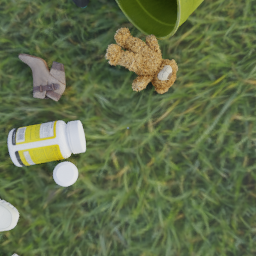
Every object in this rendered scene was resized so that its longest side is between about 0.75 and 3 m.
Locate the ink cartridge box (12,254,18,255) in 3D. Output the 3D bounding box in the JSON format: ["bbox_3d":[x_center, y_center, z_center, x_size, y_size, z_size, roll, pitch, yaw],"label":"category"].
[{"bbox_3d":[-3.329,4.980,7.573,1.696,0.995,2.317,39,86,2],"label":"ink cartridge box"}]

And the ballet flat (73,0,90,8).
[{"bbox_3d":[-1.597,-4.654,8.454,0.655,0.659,1.926,-12,86,-2],"label":"ballet flat"}]

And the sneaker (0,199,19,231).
[{"bbox_3d":[-4.342,2.364,7.781,2.492,1.010,0.936,13,84,0],"label":"sneaker"}]

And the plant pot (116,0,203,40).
[{"bbox_3d":[1.309,-4.487,7.545,2.865,2.976,2.976,-40,87,-13],"label":"plant pot"}]

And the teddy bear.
[{"bbox_3d":[0.462,-1.865,7.832,2.230,0.745,1.617,46,65,-12],"label":"teddy bear"}]

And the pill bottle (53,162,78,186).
[{"bbox_3d":[-1.706,1.264,7.692,0.652,1.250,0.652,2,79,-11],"label":"pill bottle"}]

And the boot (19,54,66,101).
[{"bbox_3d":[-2.610,-1.467,8.309,1.596,0.561,1.167,15,94,9],"label":"boot"}]

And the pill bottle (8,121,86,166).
[{"bbox_3d":[-2.224,0.396,7.877,1.909,1.091,1.091,-10,86,-1],"label":"pill bottle"}]
